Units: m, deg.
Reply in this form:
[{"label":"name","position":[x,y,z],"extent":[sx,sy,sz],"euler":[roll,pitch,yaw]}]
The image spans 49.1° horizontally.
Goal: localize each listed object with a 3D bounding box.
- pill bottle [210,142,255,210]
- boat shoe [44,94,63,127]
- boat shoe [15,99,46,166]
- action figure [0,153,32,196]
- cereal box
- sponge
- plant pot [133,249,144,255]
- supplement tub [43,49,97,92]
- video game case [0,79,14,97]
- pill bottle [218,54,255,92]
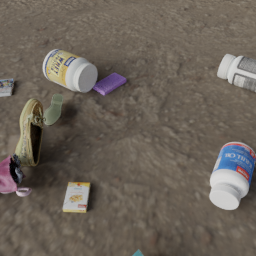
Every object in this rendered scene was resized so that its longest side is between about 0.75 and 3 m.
[{"label":"pill bottle","position":[3.387,1.546,9.131],"extent":[1.192,1.192,2.124],"euler":[19,47,19]},{"label":"boat shoe","position":[-3.147,-0.687,11.936],"extent":[0.627,0.530,1.760],"euler":[17,49,-9]},{"label":"boat shoe","position":[-3.392,0.152,10.156],"extent":[0.782,0.915,2.497],"euler":[1,79,24]},{"label":"action figure","position":[-4.524,1.858,9.079],"extent":[2.378,1.593,1.771],"euler":[-31,94,-8]},{"label":"cereal box","position":[-1.656,2.239,9.106],"extent":[0.733,0.201,1.019],"euler":[1,44,1]},{"label":"sponge","position":[-0.894,-2.178,13.705],"extent":[0.857,0.229,1.535],"euler":[32,52,30]},{"label":"plant pot","position":[0.215,3.766,7.058],"extent":[0.906,0.964,0.964],"euler":[-36,53,-13]},{"label":"supplement tub","position":[-2.709,-2.677,13.215],"extent":[2.214,1.599,1.599],"euler":[25,49,25]},{"label":"video game case","position":[-6.269,-1.901,13.469],"extent":[1.390,0.160,1.266],"euler":[-7,44,-6]},{"label":"pill bottle","position":[5.668,-2.592,13.287],"extent":[2.473,1.399,1.399],"euler":[27,50,24]}]
